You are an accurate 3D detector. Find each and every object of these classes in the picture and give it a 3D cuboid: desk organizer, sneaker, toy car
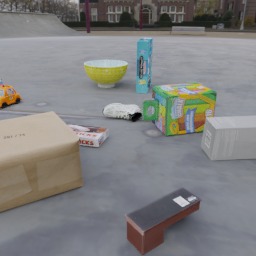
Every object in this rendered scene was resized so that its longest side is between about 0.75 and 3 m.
[{"bbox_3d":[0.715,1.781,5.512,1.529,0.589,0.548,-16,28,-33],"label":"desk organizer"},{"bbox_3d":[-0.184,-0.616,11.156,1.583,0.597,0.911,-4,21,-14],"label":"sneaker"},{"bbox_3d":[-6.296,-1.790,13.450,1.447,0.981,2.949,-20,31,-39],"label":"toy car"}]

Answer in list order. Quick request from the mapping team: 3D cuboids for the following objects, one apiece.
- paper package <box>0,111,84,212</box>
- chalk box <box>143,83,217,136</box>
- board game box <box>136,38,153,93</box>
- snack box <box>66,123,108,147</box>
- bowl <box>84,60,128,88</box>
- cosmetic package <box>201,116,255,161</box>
[{"bbox_3d":[-2.755,0.705,7.067,2.633,1.362,2.509,-13,27,-27],"label":"paper package"},{"bbox_3d":[1.742,-0.703,10.240,2.413,1.506,1.496,-7,24,-14],"label":"chalk box"},{"bbox_3d":[0.897,-3.424,15.154,0.621,2.646,1.997,5,23,10],"label":"board game box"},{"bbox_3d":[-2.133,0.171,9.624,2.765,0.336,0.994,6,23,14],"label":"snack box"},{"bbox_3d":[-1.236,-3.040,15.931,2.466,1.327,2.466,0,23,0],"label":"bowl"},{"bbox_3d":[3.408,0.281,8.380,2.106,1.125,0.950,-2,25,-8],"label":"cosmetic package"}]
